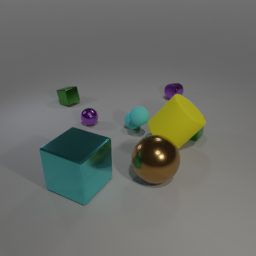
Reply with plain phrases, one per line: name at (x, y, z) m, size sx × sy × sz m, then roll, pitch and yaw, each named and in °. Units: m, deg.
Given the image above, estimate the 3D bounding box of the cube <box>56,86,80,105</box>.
cube at (-2.762, -1.509, 12.984) m, size 0.700 × 0.700 × 0.700 m, roll 7°, pitch 27°, yaw 42°

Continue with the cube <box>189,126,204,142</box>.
cube at (2.393, -0.015, 10.428) m, size 0.700 × 0.700 × 0.700 m, roll 16°, pitch 33°, yaw 27°

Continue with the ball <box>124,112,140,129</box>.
ball at (0.212, -0.303, 10.952) m, size 0.700 × 0.700 × 0.700 m, roll 0°, pitch 29°, yaw 0°

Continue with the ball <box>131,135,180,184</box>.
ball at (0.792, 0.891, 8.045) m, size 1.400 × 1.400 × 1.400 m, roll 0°, pitch 29°, yaw 0°

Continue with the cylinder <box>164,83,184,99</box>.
cylinder at (2.220, -1.808, 13.527) m, size 0.700 × 0.700 × 0.700 m, roll 21°, pitch 23°, yaw 33°

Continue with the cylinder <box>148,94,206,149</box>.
cylinder at (1.639, -0.183, 9.486) m, size 1.400 × 1.400 × 1.400 m, roll 33°, pitch 27°, yaw -20°

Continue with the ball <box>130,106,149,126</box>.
ball at (0.404, -0.426, 10.039) m, size 0.700 × 0.700 × 0.700 m, roll 0°, pitch 29°, yaw 0°

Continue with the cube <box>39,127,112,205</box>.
cube at (-1.390, 1.004, 7.853) m, size 1.400 × 1.400 × 1.400 m, roll 15°, pitch 32°, yaw 25°

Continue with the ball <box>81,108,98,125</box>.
ball at (-1.545, -0.457, 11.228) m, size 0.700 × 0.700 × 0.700 m, roll 0°, pitch 29°, yaw 0°
